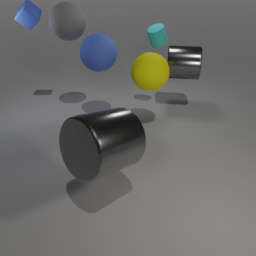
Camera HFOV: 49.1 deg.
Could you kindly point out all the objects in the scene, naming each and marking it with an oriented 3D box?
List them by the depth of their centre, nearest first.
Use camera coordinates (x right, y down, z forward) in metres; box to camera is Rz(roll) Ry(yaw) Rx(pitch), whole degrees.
[{"bbox_3d":[-0.556,0.322,6.205,1.400,1.400,1.400,25,27,38],"label":"cylinder"},{"bbox_3d":[0.804,-2.035,10.227,1.400,1.400,1.400,0,28,0],"label":"ball"},{"bbox_3d":[-1.111,-2.827,10.563,1.400,1.400,1.400,0,28,0],"label":"ball"},{"bbox_3d":[-2.300,-4.055,10.683,1.400,1.400,1.400,0,28,0],"label":"ball"},{"bbox_3d":[-3.948,-4.490,11.117,0.700,0.700,0.700,-28,48,33],"label":"cube"},{"bbox_3d":[1.176,-3.682,11.192,0.700,0.700,0.700,-14,43,13],"label":"cylinder"},{"bbox_3d":[2.429,-2.842,12.197,1.400,1.400,1.400,4,29,8],"label":"cylinder"}]
